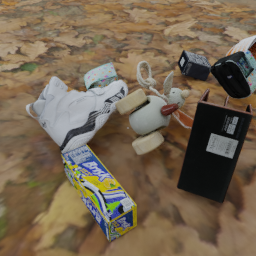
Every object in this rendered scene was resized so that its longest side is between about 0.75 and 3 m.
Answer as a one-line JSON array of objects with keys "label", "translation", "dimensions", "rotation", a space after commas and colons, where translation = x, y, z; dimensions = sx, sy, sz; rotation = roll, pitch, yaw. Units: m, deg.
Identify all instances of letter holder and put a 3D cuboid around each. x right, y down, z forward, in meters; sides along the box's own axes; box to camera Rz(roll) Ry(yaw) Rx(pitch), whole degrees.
[{"label": "letter holder", "translation": [1.646, 0.264, 5.337], "dimensions": [0.882, 1.753, 1.246], "rotation": [16, 25, 16]}]

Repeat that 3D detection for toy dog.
[{"label": "toy dog", "translation": [0.894, -0.566, 6.492], "dimensions": [1.322, 1.810, 2.745], "rotation": [-21, 29, 37]}]

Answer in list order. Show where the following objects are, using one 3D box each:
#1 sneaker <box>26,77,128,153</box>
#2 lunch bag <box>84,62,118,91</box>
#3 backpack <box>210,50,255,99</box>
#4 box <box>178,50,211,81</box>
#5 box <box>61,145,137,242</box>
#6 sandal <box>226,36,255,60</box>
[{"label": "sneaker", "translation": [-1.095, -0.677, 6.607], "dimensions": [1.516, 0.991, 2.638], "rotation": [43, 50, -9]}, {"label": "lunch bag", "translation": [-0.823, -1.452, 8.486], "dimensions": [0.996, 0.607, 0.848], "rotation": [-17, 44, -2]}, {"label": "backpack", "translation": [3.058, -1.460, 7.808], "dimensions": [0.942, 1.251, 1.111], "rotation": [-37, 10, -18]}, {"label": "box", "translation": [2.179, -2.050, 9.204], "dimensions": [0.869, 0.540, 0.876], "rotation": [13, 37, -11]}, {"label": "box", "translation": [-0.577, 1.134, 5.245], "dimensions": [0.591, 0.644, 1.838], "rotation": [-23, 44, -25]}, {"label": "sandal", "translation": [3.786, -2.181, 8.013], "dimensions": [0.809, 1.082, 2.823], "rotation": [11, 3, -32]}]
